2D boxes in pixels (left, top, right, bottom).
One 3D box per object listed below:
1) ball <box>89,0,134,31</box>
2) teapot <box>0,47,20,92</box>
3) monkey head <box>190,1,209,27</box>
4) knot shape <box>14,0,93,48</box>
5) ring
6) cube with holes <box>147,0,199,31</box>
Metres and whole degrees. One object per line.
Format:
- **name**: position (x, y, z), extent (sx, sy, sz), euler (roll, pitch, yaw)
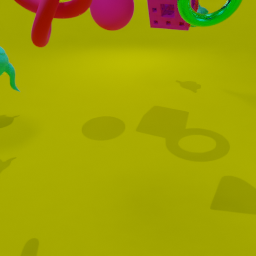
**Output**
- **ball**: position (-0.439, -3.316, 7.680), extent (1.229, 1.229, 1.229), euler (0, 30, 0)
- **teapot**: position (-3.195, -1.390, 6.020), extent (1.954, 0.957, 1.215), euler (21, 18, -27)
- **monkey head**: position (2.467, -4.283, 10.459), extent (0.794, 0.948, 1.317), euler (-42, 22, -17)
- **knot shape**: position (-1.189, -1.967, 3.873), extent (0.655, 1.418, 1.327), euler (-21, 75, -48)
- **ring**: position (2.046, -3.237, 6.954), extent (1.650, 1.650, 0.330), euler (-1, 57, -2)
- **cube with holes**: position (1.308, -3.664, 8.008), extent (1.154, 1.154, 1.154), euler (13, 56, 21)
